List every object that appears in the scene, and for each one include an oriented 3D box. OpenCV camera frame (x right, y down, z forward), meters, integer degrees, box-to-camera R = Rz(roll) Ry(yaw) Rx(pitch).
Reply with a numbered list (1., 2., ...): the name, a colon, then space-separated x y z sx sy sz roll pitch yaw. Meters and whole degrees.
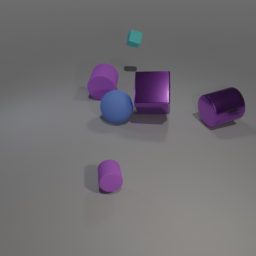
1. cube: 0.358 -5.120 16.100 0.700 0.700 0.700 13 -6 -14
2. cylinder: -0.540 1.417 8.378 0.700 0.700 0.700 -5 30 -8
3. cylinder: -1.243 -2.350 14.188 1.400 1.400 1.400 2 37 4
4. cylinder: 3.883 -0.876 11.732 1.400 1.400 1.400 -16 34 -12
5. ball: -0.488 -0.919 11.948 1.400 1.400 1.400 0 31 0
6. cube: 1.047 -1.434 11.679 1.400 1.400 1.400 1 75 9
